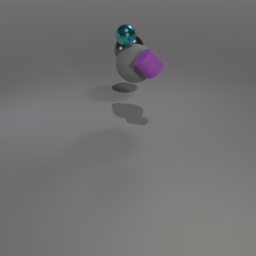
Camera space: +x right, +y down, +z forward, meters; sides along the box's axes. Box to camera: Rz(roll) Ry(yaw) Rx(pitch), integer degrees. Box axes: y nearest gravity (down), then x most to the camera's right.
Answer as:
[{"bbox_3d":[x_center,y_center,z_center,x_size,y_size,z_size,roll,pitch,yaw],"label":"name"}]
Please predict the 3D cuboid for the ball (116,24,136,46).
[{"bbox_3d":[-0.076,-3.222,9.710,0.700,0.700,0.700,0,29,0],"label":"ball"}]

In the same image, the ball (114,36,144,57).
[{"bbox_3d":[0.068,-3.657,13.074,1.400,1.400,1.400,0,29,0],"label":"ball"}]

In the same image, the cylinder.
[{"bbox_3d":[0.676,-2.096,9.172,0.700,0.700,0.700,-37,30,25],"label":"cylinder"}]

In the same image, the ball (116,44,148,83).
[{"bbox_3d":[0.260,-2.356,10.262,1.400,1.400,1.400,0,29,0],"label":"ball"}]
